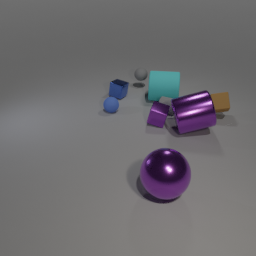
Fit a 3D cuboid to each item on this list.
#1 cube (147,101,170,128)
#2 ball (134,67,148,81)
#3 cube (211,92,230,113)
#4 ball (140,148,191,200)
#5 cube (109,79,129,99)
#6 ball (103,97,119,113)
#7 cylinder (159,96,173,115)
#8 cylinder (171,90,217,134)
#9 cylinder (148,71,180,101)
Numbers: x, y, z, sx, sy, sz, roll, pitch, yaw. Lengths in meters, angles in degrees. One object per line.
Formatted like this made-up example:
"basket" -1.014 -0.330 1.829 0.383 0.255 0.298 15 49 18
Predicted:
"cube" 1.236 -0.558 11.372 0.700 0.700 0.700 19 40 6
"ball" 0.686 -2.836 14.772 0.700 0.700 0.700 0 30 0
"cube" 3.869 -1.064 11.797 0.700 0.700 0.700 -6 -9 14
"ball" 1.024 1.251 7.698 1.400 1.400 1.400 0 30 0
"cube" -0.457 -1.939 13.847 0.700 0.700 0.700 21 31 20
"ball" -0.747 -1.037 12.450 0.700 0.700 0.700 0 30 0
"cylinder" 1.761 -0.987 12.331 0.700 0.700 0.700 15 33 23
"cylinder" 2.471 -0.595 10.667 1.400 1.400 1.400 -14 29 7
"cylinder" 1.716 -1.984 13.347 1.400 1.400 1.400 4 30 7
